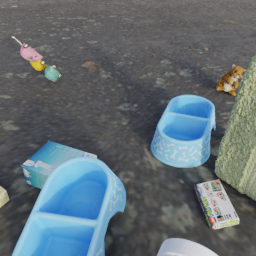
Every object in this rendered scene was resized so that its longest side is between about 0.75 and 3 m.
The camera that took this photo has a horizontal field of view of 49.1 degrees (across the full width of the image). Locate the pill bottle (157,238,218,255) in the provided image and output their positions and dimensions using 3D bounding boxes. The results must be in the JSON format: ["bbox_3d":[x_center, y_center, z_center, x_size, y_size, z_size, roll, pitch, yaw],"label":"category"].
[{"bbox_3d":[0.417,2.156,2.851,1.029,1.029,1.776,16,46,22],"label":"pill bottle"}]

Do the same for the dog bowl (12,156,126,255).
[{"bbox_3d":[-0.866,1.482,4.242,1.359,0.605,2.439,4,50,15],"label":"dog bowl"}]

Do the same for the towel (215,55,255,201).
[{"bbox_3d":[2.529,0.171,4.829,0.492,2.696,2.000,-6,29,-31],"label":"towel"}]

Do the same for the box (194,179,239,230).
[{"bbox_3d":[1.619,1.394,5.206,0.515,0.162,0.936,-13,36,2],"label":"box"}]

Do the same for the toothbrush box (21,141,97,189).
[{"bbox_3d":[-1.367,0.854,5.774,1.241,0.529,0.908,13,37,19],"label":"toothbrush box"}]

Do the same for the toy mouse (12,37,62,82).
[{"bbox_3d":[-2.794,-2.033,8.946,0.401,2.073,1.843,-50,46,-5],"label":"toy mouse"}]

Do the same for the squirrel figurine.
[{"bbox_3d":[3.320,-1.641,8.972,0.660,0.870,0.932,22,38,1],"label":"squirrel figurine"}]

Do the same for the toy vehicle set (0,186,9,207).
[{"bbox_3d":[-3.553,1.221,5.371,2.209,0.293,1.373,23,41,28],"label":"toy vehicle set"}]

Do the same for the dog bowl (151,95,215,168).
[{"bbox_3d":[1.460,-0.063,7.050,1.417,0.630,2.542,12,36,17],"label":"dog bowl"}]
